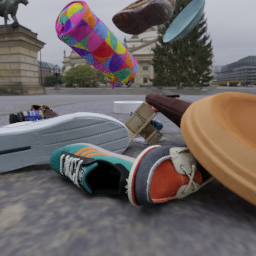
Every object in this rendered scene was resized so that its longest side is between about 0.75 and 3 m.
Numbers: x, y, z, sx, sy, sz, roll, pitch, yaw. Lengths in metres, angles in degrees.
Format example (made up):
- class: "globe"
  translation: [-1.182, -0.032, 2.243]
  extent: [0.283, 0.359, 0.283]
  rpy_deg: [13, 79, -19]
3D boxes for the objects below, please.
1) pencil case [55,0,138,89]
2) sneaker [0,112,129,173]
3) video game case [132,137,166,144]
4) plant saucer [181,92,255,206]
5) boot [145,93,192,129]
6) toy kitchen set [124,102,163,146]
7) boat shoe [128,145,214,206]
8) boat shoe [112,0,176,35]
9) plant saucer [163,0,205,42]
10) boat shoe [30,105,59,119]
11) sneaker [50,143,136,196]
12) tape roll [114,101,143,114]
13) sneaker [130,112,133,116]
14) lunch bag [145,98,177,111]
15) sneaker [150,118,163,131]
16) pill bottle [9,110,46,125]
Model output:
- class: "pencil case"
  translation: [-0.801, -2.237, 7.978]
  extent: [1.238, 1.238, 2.801]
  rpy_deg: [7, -21, 37]
- class: "sneaker"
  translation: [-1.484, 0.184, 5.610]
  extent: [2.973, 1.086, 1.053]
  rpy_deg: [-3, 15, -16]
- class: "video game case"
  translation: [0.612, 0.341, 8.069]
  extent: [0.838, 0.075, 0.600]
  rpy_deg: [-8, 11, -42]
- class: "plant saucer"
  translation: [2.018, 0.178, 3.941]
  extent: [2.538, 0.475, 2.538]
  rpy_deg: [12, 33, -8]
- class: "boot"
  translation: [1.326, -0.187, 6.436]
  extent: [2.450, 1.065, 2.945]
  rpy_deg: [28, 8, 29]
- class: "toy kitchen set"
  translation: [0.296, 0.132, 6.818]
  extent: [0.959, 1.176, 1.061]
  rpy_deg: [42, 13, 2]
- class: "boat shoe"
  translation: [0.763, 0.636, 4.016]
  extent: [0.674, 0.767, 2.155]
  rpy_deg: [8, 7, 33]
- class: "boat shoe"
  translation: [0.548, -3.874, 9.437]
  extent: [2.656, 0.954, 1.006]
  rpy_deg: [8, -31, 44]
- class: "plant saucer"
  translation: [1.666, -3.013, 7.986]
  extent: [0.312, 1.620, 1.620]
  rpy_deg: [36, -3, -18]
- class: "boat shoe"
  translation: [-3.779, -0.655, 12.507]
  extent: [2.157, 0.758, 0.759]
  rpy_deg: [9, 11, 41]
- class: "sneaker"
  translation: [-0.612, 0.618, 4.284]
  extent: [1.787, 0.638, 0.714]
  rpy_deg: [6, 6, 28]
- class: "tape roll"
  translation: [0.068, -1.251, 16.812]
  extent: [1.859, 0.650, 1.859]
  rpy_deg: [0, 8, 0]
- class: "sneaker"
  translation: [0.529, -0.633, 13.499]
  extent: [0.995, 0.398, 0.355]
  rpy_deg: [-6, 10, -34]
- class: "lunch bag"
  translation: [2.236, -1.585, 18.046]
  extent: [2.299, 1.069, 2.610]
  rpy_deg: [5, 9, 3]
- class: "sneaker"
  translation: [0.550, -0.108, 9.776]
  extent: [1.352, 0.507, 0.586]
  rpy_deg: [1, 3, 8]
- class: "pill bottle"
  translation: [-3.694, -0.291, 10.312]
  extent: [1.190, 0.665, 0.665]
  rpy_deg: [-6, 10, -35]
